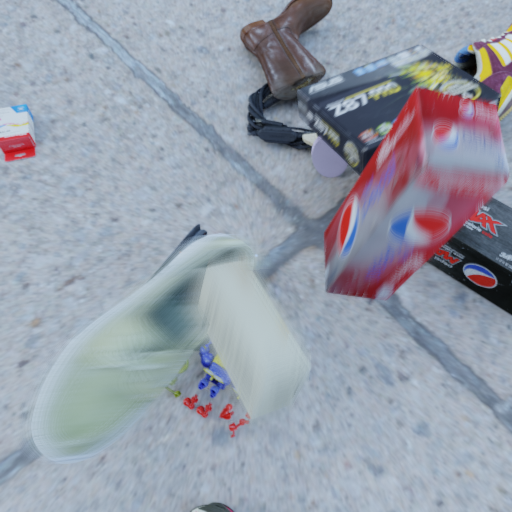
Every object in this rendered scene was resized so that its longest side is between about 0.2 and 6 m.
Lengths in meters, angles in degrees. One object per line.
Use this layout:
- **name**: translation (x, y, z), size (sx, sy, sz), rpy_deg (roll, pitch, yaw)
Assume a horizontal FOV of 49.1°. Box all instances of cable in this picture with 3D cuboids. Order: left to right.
- **cable**: translation (0.841, -2.927, 11.490), size (2.049, 0.521, 1.672), rpy_deg (3, 56, 8)

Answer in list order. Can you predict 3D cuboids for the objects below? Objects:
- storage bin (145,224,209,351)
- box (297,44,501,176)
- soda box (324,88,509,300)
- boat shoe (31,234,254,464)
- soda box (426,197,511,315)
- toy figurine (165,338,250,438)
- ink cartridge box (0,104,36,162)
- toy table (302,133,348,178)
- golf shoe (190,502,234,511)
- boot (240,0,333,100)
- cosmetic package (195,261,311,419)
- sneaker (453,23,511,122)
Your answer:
- **storage bin**: translation (-0.997, 0.572, 9.212), size (1.233, 1.336, 1.836), rpy_deg (34, 66, 6)
- **box**: translation (2.306, -2.486, 9.334), size (2.595, 0.637, 2.092), rpy_deg (-23, 47, -12)
- **soda box**: translation (1.773, -0.562, 6.955), size (0.969, 3.057, 1.070), rpy_deg (9, 60, -10)
- **boat shoe**: translation (-1.332, 0.969, 6.582), size (1.223, 1.054, 3.398), rpy_deg (41, 77, -6)
- **soda box**: translation (3.549, -0.396, 9.657), size (3.507, 1.241, 1.111), rpy_deg (35, 70, 17)
- **toy figurine**: translation (-0.657, 1.809, 8.931), size (1.870, 0.986, 1.120), rpy_deg (31, 38, 13)
- **ink cartridge box**: translation (-4.842, -2.477, 11.277), size (0.647, 0.375, 1.114), rpy_deg (-13, 63, -7)
- **toy table**: translation (1.394, -2.102, 10.696), size (1.005, 1.093, 0.640), rpy_deg (2, 56, 0)
- **golf shoe**: translation (0.093, 4.475, 7.009), size (3.051, 1.344, 1.178), rpy_deg (41, 68, 18)
- **boot**: translation (1.034, -4.436, 11.850), size (2.323, 0.800, 2.492), rpy_deg (-27, 50, 1)
- **cosmetic package**: translation (-0.075, 0.793, 5.533), size (0.491, 0.727, 1.382), rpy_deg (-12, 53, -27)
- **sneaker**: translation (4.936, -4.151, 11.591), size (1.421, 1.182, 3.154), rpy_deg (31, 63, -3)
